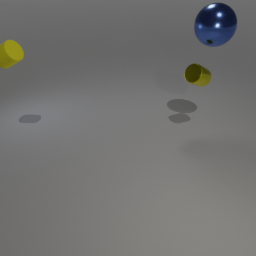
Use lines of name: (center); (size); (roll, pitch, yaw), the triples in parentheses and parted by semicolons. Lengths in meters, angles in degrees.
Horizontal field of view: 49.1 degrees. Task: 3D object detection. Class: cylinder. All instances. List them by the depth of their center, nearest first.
cylinder: (-3.853, -2.357, 8.979); (0.700, 0.700, 0.700); (-18, 19, 30)
cylinder: (2.452, -1.846, 9.836); (0.700, 0.700, 0.700); (28, 14, 40)

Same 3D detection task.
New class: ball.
ball: (2.940, -3.463, 9.447); (1.400, 1.400, 1.400); (0, 29, 0)
